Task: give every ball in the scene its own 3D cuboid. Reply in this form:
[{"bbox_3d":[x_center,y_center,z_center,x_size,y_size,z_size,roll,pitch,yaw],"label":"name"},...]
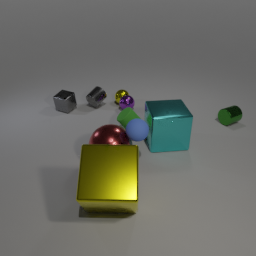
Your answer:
[{"bbox_3d":[0.281,0.064,8.513,0.700,0.700,0.700,0,30,0],"label":"ball"},{"bbox_3d":[-0.553,0.575,8.911,1.400,1.400,1.400,0,30,0],"label":"ball"},{"bbox_3d":[-0.045,-1.134,12.616,0.700,0.700,0.700,0,30,0],"label":"ball"},{"bbox_3d":[-0.274,-1.467,13.200,0.700,0.700,0.700,0,30,0],"label":"ball"}]

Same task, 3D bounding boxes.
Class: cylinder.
[{"bbox_3d":[-1.451,-1.433,12.841,0.700,0.700,0.700,22,59,34],"label":"cylinder"},{"bbox_3d":[4.204,-0.525,11.547,0.700,0.700,0.700,-17,34,-27],"label":"cylinder"},{"bbox_3d":[0.053,-0.305,10.576,0.700,0.700,0.700,-34,27,20],"label":"cylinder"}]

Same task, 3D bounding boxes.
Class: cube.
[{"bbox_3d":[-0.440,1.317,7.101,1.400,1.400,1.400,1,63,2],"label":"cube"},{"bbox_3d":[1.396,-0.103,10.103,1.400,1.400,1.400,-3,30,-6],"label":"cube"},{"bbox_3d":[-2.814,-1.201,12.542,0.700,0.700,0.700,16,43,23],"label":"cube"}]
